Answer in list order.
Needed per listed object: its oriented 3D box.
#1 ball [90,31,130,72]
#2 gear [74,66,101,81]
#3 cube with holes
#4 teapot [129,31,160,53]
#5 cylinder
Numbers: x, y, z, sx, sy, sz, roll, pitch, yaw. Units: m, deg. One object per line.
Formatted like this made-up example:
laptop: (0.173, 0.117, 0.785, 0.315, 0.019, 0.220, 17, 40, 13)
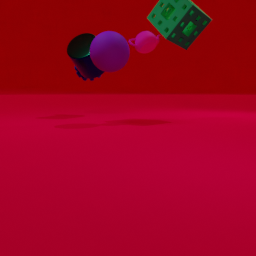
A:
ball: (-0.581, -2.428, 8.963, 1.269, 1.269, 1.269, 0, 7, 0)
gear: (-1.703, -2.857, 12.813, 1.477, 1.477, 0.273, 2, -22, 17)
cube with holes: (1.874, -4.017, 10.306, 1.383, 1.383, 1.383, 7, 43, -47)
teapot: (0.617, -2.944, 9.460, 1.258, 0.616, 0.782, -13, -21, -20)
cylinder: (-1.687, -3.046, 11.908, 1.378, 1.378, 1.378, 2, -25, 18)
